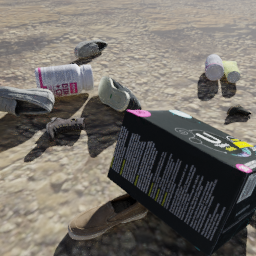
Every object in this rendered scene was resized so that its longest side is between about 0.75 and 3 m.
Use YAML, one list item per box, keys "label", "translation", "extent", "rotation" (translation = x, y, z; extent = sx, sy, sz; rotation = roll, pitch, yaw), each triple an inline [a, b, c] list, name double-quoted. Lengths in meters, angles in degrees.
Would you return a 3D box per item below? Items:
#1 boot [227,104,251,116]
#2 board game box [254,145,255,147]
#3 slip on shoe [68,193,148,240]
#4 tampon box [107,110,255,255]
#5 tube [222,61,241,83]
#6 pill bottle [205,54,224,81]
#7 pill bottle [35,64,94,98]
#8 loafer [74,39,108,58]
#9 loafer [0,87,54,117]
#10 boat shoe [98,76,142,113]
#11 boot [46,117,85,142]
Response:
- label: "boot"
  translation: [4.244, -0.602, 10.686]
  extent: [0.859, 0.333, 0.594]
  rotation: [-24, 46, -29]
- label: "board game box"
  translation: [4.489, 1.129, 7.950]
  extent: [1.936, 0.598, 1.938]
  rotation: [-22, 40, -30]
- label: "slip on shoe"
  translation: [-0.454, 2.018, 6.670]
  extent: [2.004, 0.607, 0.762]
  rotation: [-11, 37, -15]
- label: "tampon box"
  translation: [1.428, 0.928, 6.531]
  extent: [2.968, 1.874, 2.224]
  rotation: [31, 22, 37]
- label: "tube"
  translation: [5.023, -2.924, 13.790]
  extent: [0.688, 0.615, 2.370]
  rotation: [40, 30, -12]
- label: "pill bottle"
  translation: [4.163, -2.972, 13.573]
  extent: [0.848, 0.848, 1.496]
  rotation: [7, 35, 9]
- label: "pill bottle"
  translation: [-2.652, -1.994, 11.794]
  extent: [2.277, 1.291, 1.291]
  rotation: [-10, 36, -13]
- label: "loafer"
  translation: [-2.066, -4.500, 15.760]
  extent: [0.855, 0.857, 2.450]
  rotation: [12, 35, 29]
- label: "loafer"
  translation: [-4.176, -0.924, 10.346]
  extent: [2.816, 0.985, 0.983]
  rotation: [-2, 49, 0]
- label: "boat shoe"
  translation: [-0.436, -1.312, 11.337]
  extent: [0.954, 1.013, 2.821]
  rotation: [12, 19, -35]
- label: "boot"
  translation: [-2.109, -0.026, 9.696]
  extent: [1.229, 0.489, 1.412]
  rotation: [0, 33, 1]
